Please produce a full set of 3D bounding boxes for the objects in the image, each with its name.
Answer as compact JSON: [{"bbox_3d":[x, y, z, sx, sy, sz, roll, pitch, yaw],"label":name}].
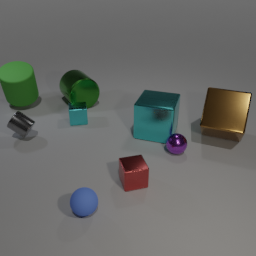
[{"bbox_3d":[3.348,-0.438,9.691,1.400,1.400,1.400,11,-10,19],"label":"cube"},{"bbox_3d":[-3.785,-0.131,9.936,0.700,0.700,0.700,35,29,-11],"label":"cylinder"},{"bbox_3d":[-1.988,-0.574,11.181,0.700,0.700,0.700,-5,30,-9],"label":"cube"},{"bbox_3d":[1.064,-0.440,10.236,1.400,1.400,1.400,9,31,15],"label":"cube"},{"bbox_3d":[-1.093,1.833,6.974,0.700,0.700,0.700,0,30,0],"label":"ball"},{"bbox_3d":[-2.171,-1.731,12.467,1.400,1.400,1.400,-16,34,-25],"label":"cylinder"},{"bbox_3d":[0.154,1.273,7.974,0.700,0.700,0.700,-8,31,-13],"label":"cube"},{"bbox_3d":[-4.636,-1.874,11.943,1.400,1.400,1.400,3,50,-3],"label":"cylinder"},{"bbox_3d":[1.613,0.521,9.288,0.700,0.700,0.700,0,30,0],"label":"ball"}]
